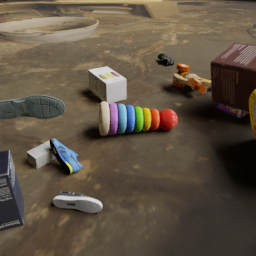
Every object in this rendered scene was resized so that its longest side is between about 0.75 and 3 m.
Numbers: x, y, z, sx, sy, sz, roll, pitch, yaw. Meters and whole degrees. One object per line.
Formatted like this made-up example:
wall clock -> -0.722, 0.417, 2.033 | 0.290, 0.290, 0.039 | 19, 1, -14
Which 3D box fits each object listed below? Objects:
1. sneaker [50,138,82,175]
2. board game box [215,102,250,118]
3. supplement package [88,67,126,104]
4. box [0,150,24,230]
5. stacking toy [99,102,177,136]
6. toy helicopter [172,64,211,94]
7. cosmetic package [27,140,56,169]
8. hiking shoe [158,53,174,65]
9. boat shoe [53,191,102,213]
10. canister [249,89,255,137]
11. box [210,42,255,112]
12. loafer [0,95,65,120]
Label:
sneaker -> -1.901, 0.806, 8.546 | 0.521, 0.438, 1.328 | -26, 66, -37
board game box -> 4.831, -1.097, 12.005 | 1.819, 0.407, 1.223 | -23, 38, -33
supplement package -> -0.958, -2.001, 12.888 | 1.063, 1.023, 1.869 | -18, 36, -26
box -> -3.480, 1.570, 6.432 | 1.807, 1.645, 0.941 | -10, 33, -16
stacking toy -> 0.398, -0.351, 10.187 | 2.859, 1.220, 1.220 | -1, 31, -11
toy helicopter -> 3.438, -2.190, 13.336 | 2.607, 1.028, 1.724 | 10, 26, -4
cosmetic package -> -2.616, 0.798, 8.883 | 0.538, 0.454, 1.008 | 26, 37, 35
hiking shoe -> 2.163, -4.171, 16.951 | 0.684, 0.515, 1.359 | -17, 36, -31
boat shoe -> -1.263, 1.842, 7.159 | 1.304, 0.447, 0.369 | 4, 31, 11
canister -> 4.766, 0.185, 8.152 | 1.296, 2.224, 2.995 | -18, 28, 6
box -> 4.695, -1.960, 10.874 | 1.902, 1.883, 2.293 | -38, 43, -28
loafer -> -2.914, -0.654, 8.370 | 2.037, 0.732, 0.641 | -3, 15, -11
